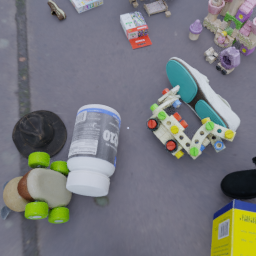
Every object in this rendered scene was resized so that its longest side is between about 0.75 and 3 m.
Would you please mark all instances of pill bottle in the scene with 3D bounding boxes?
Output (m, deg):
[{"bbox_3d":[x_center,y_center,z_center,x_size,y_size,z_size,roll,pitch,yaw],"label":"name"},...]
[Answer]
[{"bbox_3d":[-0.911,0.599,7.458,1.258,1.258,2.212,5,63,2],"label":"pill bottle"}]

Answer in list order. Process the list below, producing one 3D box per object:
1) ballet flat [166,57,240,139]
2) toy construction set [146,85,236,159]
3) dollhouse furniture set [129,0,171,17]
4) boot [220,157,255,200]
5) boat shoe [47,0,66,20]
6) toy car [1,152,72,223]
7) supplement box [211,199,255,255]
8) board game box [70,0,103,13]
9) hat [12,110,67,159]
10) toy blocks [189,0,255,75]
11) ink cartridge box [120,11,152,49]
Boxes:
[{"bbox_3d":[2.284,-0.986,8.550,1.034,1.034,2.979,-29,71,-14],"label":"ballet flat"},{"bbox_3d":[1.542,-0.141,7.887,1.673,1.175,2.551,-42,60,7],"label":"toy construction set"},{"bbox_3d":[0.815,-4.757,10.515,1.208,0.692,1.416,-19,64,-9],"label":"dollhouse furniture set"},{"bbox_3d":[3.107,1.071,6.480,1.993,1.633,0.737,-5,58,23],"label":"boot"},{"bbox_3d":[-2.768,-4.423,10.534,0.373,0.372,1.007,-41,70,-12],"label":"boat shoe"},{"bbox_3d":[-2.531,1.693,7.145,1.846,1.457,1.516,-20,58,22],"label":"toy car"},{"bbox_3d":[2.698,3.247,5.909,1.587,1.597,2.916,11,63,5],"label":"supplement box"},{"bbox_3d":[-1.808,-5.273,11.007,1.068,0.272,1.588,-28,66,-13],"label":"board game box"},{"bbox_3d":[-2.615,0.053,8.072,1.695,0.684,1.695,0,62,-1],"label":"hat"},{"bbox_3d":[3.501,-3.664,9.137,2.551,2.147,2.384,-37,69,-17],"label":"toy blocks"},{"bbox_3d":[0.293,-3.543,10.075,0.773,0.357,1.418,-16,63,-8],"label":"ink cartridge box"}]
